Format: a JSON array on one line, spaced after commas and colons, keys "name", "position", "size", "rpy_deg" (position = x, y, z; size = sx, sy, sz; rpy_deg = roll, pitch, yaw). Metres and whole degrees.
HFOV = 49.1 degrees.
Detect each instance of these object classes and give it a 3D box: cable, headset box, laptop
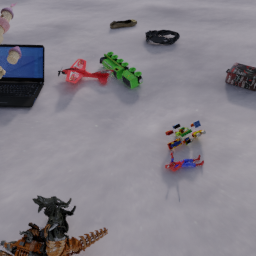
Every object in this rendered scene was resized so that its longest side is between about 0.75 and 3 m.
[{"name": "cable", "position": [1.722, -4.582, 14.052], "size": [1.716, 0.436, 1.400], "rpy_deg": [-1, 35, 2]}, {"name": "headset box", "position": [4.474, -2.026, 10.870], "size": [1.322, 0.496, 0.982], "rpy_deg": [23, 45, 25]}, {"name": "laptop", "position": [-4.307, -1.954, 10.202], "size": [2.166, 1.262, 2.444], "rpy_deg": [1, 40, 3]}]

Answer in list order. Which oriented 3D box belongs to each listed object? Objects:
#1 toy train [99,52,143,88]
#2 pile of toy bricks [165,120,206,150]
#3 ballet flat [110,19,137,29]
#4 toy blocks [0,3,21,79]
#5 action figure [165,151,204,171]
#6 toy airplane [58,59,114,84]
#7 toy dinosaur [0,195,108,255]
[{"name": "toy train", "position": [-0.334, -2.374, 11.306], "size": [0.730, 0.540, 2.590], "rpy_deg": [-31, 48, -18]}, {"name": "pile of toy bricks", "position": [1.607, 0.148, 8.326], "size": [1.233, 0.684, 0.609], "rpy_deg": [-24, 6, -12]}, {"name": "ballet flat", "position": [-0.239, -5.809, 15.462], "size": [1.641, 0.380, 0.553], "rpy_deg": [-15, 42, -17]}, {"name": "toy blocks", "position": [-3.954, -2.667, 7.928], "size": [1.840, 1.969, 1.657], "rpy_deg": [-15, 49, 22]}, {"name": "action figure", "position": [1.493, 0.850, 7.469], "size": [1.060, 0.525, 0.346], "rpy_deg": [-12, 41, -10]}, {"name": "toy airplane", "position": [-1.662, -2.177, 11.117], "size": [2.254, 0.415, 2.254], "rpy_deg": [1, 35, 0]}, {"name": "toy dinosaur", "position": [-1.514, 2.232, 5.714], "size": [2.047, 1.046, 1.390], "rpy_deg": [7, 52, -20]}]
